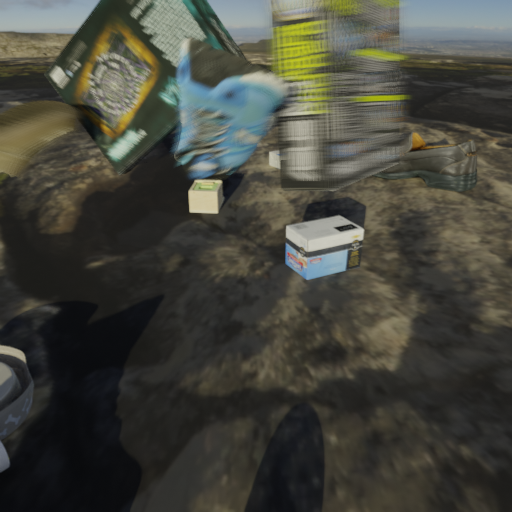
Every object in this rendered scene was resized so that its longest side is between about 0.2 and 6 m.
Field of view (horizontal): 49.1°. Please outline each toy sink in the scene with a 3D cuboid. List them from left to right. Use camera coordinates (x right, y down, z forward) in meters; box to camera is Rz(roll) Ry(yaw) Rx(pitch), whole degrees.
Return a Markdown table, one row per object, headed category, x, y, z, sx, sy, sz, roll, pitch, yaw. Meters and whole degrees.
| category | x | y | z | sx | sy | sz | roll | pitch | yaw |
| --- | --- | --- | --- | --- | --- | --- | --- | --- | --- |
| toy sink | -1.113 | -1.405 | 12.755 | 0.648 | 0.557 | 0.994 | 3 | 25 | 6 |

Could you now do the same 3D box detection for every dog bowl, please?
| category | x | y | z | sx | sy | sz | roll | pitch | yaw |
| --- | --- | --- | --- | --- | --- | --- | --- | --- | --- |
| dog bowl | -3.320 | 1.646 | 6.395 | 1.570 | 0.460 | 1.570 | 0 | 25 | 0 |

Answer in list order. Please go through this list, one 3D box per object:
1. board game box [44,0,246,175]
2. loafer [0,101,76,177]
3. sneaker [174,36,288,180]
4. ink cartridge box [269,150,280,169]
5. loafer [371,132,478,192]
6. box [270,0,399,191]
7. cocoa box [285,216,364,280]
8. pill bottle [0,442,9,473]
| category | x | y | z | sx | sy | sz | roll | pitch | yaw |
| --- | --- | --- | --- | --- | --- | --- | --- | --- | --- |
| board game box | -2.207 | -3.509 | 10.530 | 3.784 | 2.560 | 0.533 | -30 | 8 | 38 |
| loafer | -4.363 | -1.965 | 9.927 | 2.586 | 0.872 | 0.983 | -29 | 45 | -21 |
| sneaker | -0.388 | -1.521 | 6.741 | 1.156 | 1.327 | 2.950 | 25 | -1 | 5 |
| ink cartridge box | 1.039 | -2.777 | 15.851 | 1.190 | 0.400 | 0.692 | -16 | 30 | -31 |
| loafer | 4.030 | -2.615 | 14.517 | 3.423 | 1.237 | 1.246 | 14 | 30 | 29 |
| box | 1.448 | -2.760 | 8.957 | 0.826 | 2.990 | 3.732 | 3 | 16 | 28 |
| cocoa box | 1.190 | -0.156 | 9.865 | 1.158 | 0.760 | 0.772 | -12 | 28 | -24 |
| pill bottle | -2.877 | 2.107 | 5.381 | 0.489 | 0.489 | 0.872 | 22 | 33 | 38 |
